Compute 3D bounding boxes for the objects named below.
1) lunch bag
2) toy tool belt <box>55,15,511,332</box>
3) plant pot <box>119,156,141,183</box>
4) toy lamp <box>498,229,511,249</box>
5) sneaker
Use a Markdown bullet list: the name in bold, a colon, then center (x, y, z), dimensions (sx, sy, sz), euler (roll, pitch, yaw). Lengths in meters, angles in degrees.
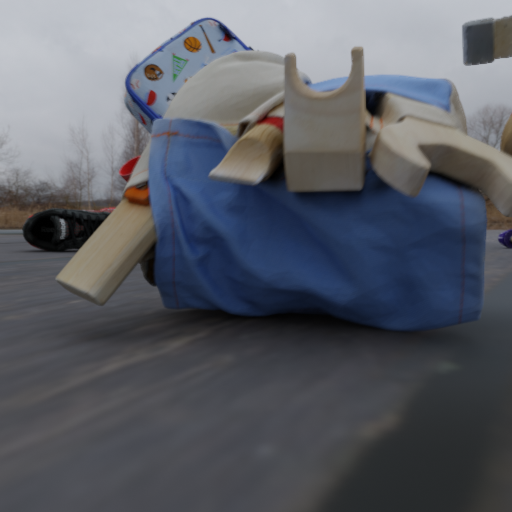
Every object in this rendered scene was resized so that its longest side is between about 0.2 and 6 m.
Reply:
- **lunch bag**: center (-0.977, -3.114, 10.534), dimensions (2.651, 2.124, 1.002), euler (-44, -1, -20)
- **toy tool belt**: center (0.560, -0.263, 3.235), dimensions (3.101, 1.936, 1.906), euler (0, 32, 21)
- **plant pot**: center (-2.824, -1.929, 13.565), dimensions (0.765, 0.677, 0.765), euler (-19, 37, 15)
- **toy lamp**: center (6.206, -0.375, 12.936), dimensions (0.489, 0.489, 1.681), euler (-1, 4, -11)
- **sneaker**: center (-3.765, -0.562, 12.108), dimensions (2.672, 0.945, 1.306), euler (-3, 3, -6)
